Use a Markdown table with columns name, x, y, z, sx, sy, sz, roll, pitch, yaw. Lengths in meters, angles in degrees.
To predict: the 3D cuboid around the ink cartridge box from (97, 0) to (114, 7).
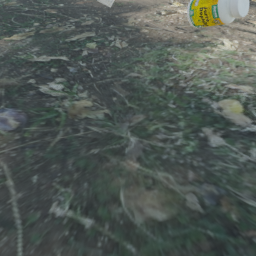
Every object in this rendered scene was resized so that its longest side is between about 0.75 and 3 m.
| name | x | y | z | sx | sy | sz | roll | pitch | yaw |
| --- | --- | --- | --- | --- | --- | --- | --- | --- | --- |
| ink cartridge box | -0.839 | -4.416 | 8.717 | 1.621 | 0.541 | 0.939 | 18 | 51 | -23 |

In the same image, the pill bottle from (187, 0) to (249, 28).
| name | x | y | z | sx | sy | sz | roll | pitch | yaw |
| --- | --- | --- | --- | --- | --- | --- | --- | --- | --- |
| pill bottle | 2.639 | -3.505 | 8.263 | 0.909 | 0.909 | 1.612 | -32 | 29 | -34 |
